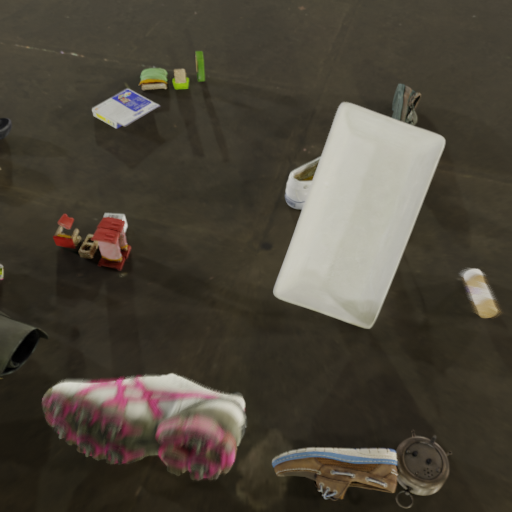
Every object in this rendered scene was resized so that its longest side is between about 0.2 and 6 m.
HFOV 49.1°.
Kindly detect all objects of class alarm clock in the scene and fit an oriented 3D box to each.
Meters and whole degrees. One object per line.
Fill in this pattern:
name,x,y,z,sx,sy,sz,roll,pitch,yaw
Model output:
alarm clock,2.443,3.260,8.466,0.808,0.399,1.197,26,57,21

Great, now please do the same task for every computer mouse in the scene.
computer mouse,-6.668,-3.084,14.024,1.272,0.335,0.881,-14,51,3

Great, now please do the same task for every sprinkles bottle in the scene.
sprinkles bottle,4.270,0.709,10.679,0.330,0.330,0.966,-3,48,-3

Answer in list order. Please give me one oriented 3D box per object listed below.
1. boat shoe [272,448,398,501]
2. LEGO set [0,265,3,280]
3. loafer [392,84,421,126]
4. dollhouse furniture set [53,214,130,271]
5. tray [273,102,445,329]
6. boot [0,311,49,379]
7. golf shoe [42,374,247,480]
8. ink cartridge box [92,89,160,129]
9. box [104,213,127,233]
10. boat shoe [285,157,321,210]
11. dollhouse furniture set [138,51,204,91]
boat shoe,1.167,3.231,8.285,1.864,0.673,0.675,-4,60,5
LEGO set,-5.353,0.034,11.057,0.554,0.684,1.488,-9,63,-17
loafer,3.839,-3.655,14.217,0.699,0.798,2.221,14,48,3
dollhouse furniture set,-3.394,-0.329,11.245,1.596,0.859,0.649,10,50,8
tray,1.809,-0.689,10.183,1.987,3.700,0.410,19,8,-3
boot,-5.145,1.870,9.219,2.035,1.139,2.942,21,53,13
golf shoe,-1.717,2.470,8.758,3.168,1.150,1.459,10,27,9
ink cartridge box,-3.386,-3.797,14.643,1.270,0.298,1.255,33,55,24
box,-3.001,-0.619,11.815,0.429,0.369,0.431,4,51,3
boat shoe,1.812,-2.059,12.547,2.683,1.144,0.991,-23,53,-19
dollhouse furniture set,-2.364,-5.158,15.527,1.841,0.711,0.920,-5,49,-4
